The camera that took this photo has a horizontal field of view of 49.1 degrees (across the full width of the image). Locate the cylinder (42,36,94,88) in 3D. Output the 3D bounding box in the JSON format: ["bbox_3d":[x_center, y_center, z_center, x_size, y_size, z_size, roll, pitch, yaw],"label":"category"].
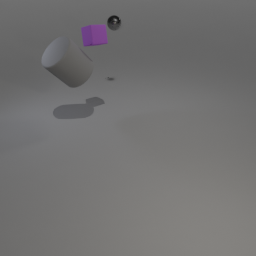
[{"bbox_3d":[-2.258,-2.461,10.579,1.400,1.400,1.400,-17,57,27],"label":"cylinder"}]

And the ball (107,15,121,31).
[{"bbox_3d":[-0.672,-5.114,13.641,0.700,0.700,0.700,0,30,0],"label":"ball"}]

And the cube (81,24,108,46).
[{"bbox_3d":[-1.283,-3.536,10.717,0.700,0.700,0.700,-17,18,-36],"label":"cube"}]
